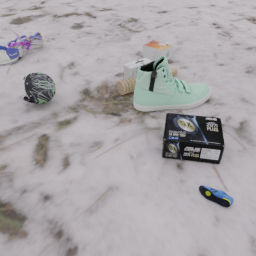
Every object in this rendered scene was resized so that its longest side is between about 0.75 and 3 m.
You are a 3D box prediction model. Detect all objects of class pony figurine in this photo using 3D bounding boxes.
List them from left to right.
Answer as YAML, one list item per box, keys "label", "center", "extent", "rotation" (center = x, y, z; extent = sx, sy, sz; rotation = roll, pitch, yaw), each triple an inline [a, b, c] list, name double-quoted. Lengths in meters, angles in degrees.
- label: "pony figurine"
  center: [-4.711, -3.905, 12.747]
  extent: [1.628, 1.356, 1.572]
  rotation: [-17, 9, -16]

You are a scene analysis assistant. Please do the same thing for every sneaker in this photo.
- label: "sneaker"
  center: [-5.796, -3.323, 11.760]
  extent: [2.171, 1.254, 0.877]
  rotation: [-8, 39, -10]
- label: "sneaker"
  center: [1.556, -1.495, 9.064]
  extent: [2.766, 1.631, 1.018]
  rotation: [-10, 37, -14]
- label: "sneaker"
  center: [1.987, 1.501, 6.319]
  extent: [0.785, 0.259, 0.308]
  rotation: [25, 32, 28]

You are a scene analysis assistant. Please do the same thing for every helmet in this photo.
- label: "helmet"
  center: [-2.908, -1.295, 9.115]
  extent: [1.112, 1.112, 1.060]
  rotation: [-36, 16, -37]

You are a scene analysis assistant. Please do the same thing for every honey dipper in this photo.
- label: "honey dipper"
  center: [0.838, -1.830, 10.458]
  extent: [2.748, 0.522, 0.522]
  rotation: [-22, 42, -29]

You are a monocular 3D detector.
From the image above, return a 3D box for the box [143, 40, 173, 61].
- label: "box"
  center: [1.313, -3.408, 12.431]
  extent: [1.071, 0.569, 0.815]
  rotation: [26, 44, 29]

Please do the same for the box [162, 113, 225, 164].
- label: "box"
  center: [1.732, 0.251, 7.583]
  extent: [1.524, 0.656, 1.248]
  rotation: [6, 37, 8]

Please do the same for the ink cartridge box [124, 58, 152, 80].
- label: "ink cartridge box"
  center: [0.390, -2.111, 10.566]
  extent: [1.076, 0.776, 0.451]
  rotation: [-23, 43, -27]
